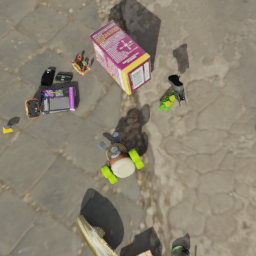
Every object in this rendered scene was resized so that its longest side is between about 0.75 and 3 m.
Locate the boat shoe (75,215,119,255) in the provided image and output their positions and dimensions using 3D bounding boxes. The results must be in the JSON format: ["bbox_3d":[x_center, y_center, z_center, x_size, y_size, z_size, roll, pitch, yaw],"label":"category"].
[{"bbox_3d":[-1.020,3.613,9.141,0.637,0.711,1.920,-30,72,-25],"label":"boat shoe"}]

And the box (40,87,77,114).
[{"bbox_3d":[-2.822,-1.111,11.335,1.420,0.256,1.015,-6,66,-4],"label":"box"}]

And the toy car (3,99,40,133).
[{"bbox_3d":[-4.216,-0.567,10.857,1.681,0.824,0.559,-31,38,-19],"label":"toy car"}]

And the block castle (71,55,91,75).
[{"bbox_3d":[-2.008,-2.688,11.943,0.521,0.366,0.780,-40,73,-15],"label":"block castle"}]

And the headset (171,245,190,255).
[{"bbox_3d":[1.825,4.199,9.094,0.866,0.407,0.535,23,65,26],"label":"headset"}]

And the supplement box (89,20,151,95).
[{"bbox_3d":[-0.273,-2.797,11.216,1.245,1.580,2.413,-37,69,-9],"label":"supplement box"}]

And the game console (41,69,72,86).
[{"bbox_3d":[-3.012,-2.082,11.805,1.271,0.153,0.750,6,67,4],"label":"game console"}]

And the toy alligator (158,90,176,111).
[{"bbox_3d":[1.753,-1.168,11.300,1.504,0.446,0.408,-50,117,-19],"label":"toy alligator"}]

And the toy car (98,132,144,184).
[{"bbox_3d":[-0.417,0.906,10.034,1.327,1.275,1.616,-29,58,-1],"label":"toy car"}]

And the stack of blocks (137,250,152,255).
[{"bbox_3d":[0.261,4.506,8.862,1.293,0.379,0.745,-23,69,-9],"label":"stack of blocks"}]

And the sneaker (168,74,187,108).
[{"bbox_3d":[1.837,-1.401,10.391,0.438,0.760,1.457,-15,32,1],"label":"sneaker"}]
